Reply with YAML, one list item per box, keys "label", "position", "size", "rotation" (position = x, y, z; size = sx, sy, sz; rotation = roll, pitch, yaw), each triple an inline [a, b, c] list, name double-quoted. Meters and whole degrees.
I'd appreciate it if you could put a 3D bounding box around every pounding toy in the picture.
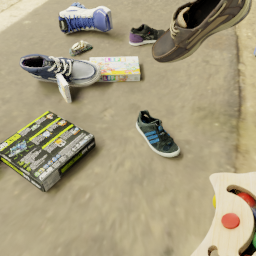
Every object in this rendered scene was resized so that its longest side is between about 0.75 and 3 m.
- label: "pounding toy"
  position: [2.149, 2.366, 5.052]
  size: [1.713, 1.719, 2.996]
  rotation: [-20, 29, 20]

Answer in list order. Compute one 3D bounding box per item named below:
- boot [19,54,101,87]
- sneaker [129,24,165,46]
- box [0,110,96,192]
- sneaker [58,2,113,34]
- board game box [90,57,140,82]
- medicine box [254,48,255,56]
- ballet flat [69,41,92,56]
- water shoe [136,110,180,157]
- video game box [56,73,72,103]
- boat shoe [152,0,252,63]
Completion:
- label: "boot"
  position: [-2.194, -1.910, 9.152]
  size: [2.485, 1.123, 0.904]
  rotation: [1, 85, 10]
- label: "sneaker"
  position: [0.875, -4.023, 11.812]
  size: [1.736, 0.760, 0.657]
  rotation: [-21, 47, -21]
- label: "box"
  position: [-2.118, 0.491, 7.269]
  size: [1.821, 0.448, 1.886]
  rotation: [24, 49, 26]
- label: "sneaker"
  position: [-2.097, -4.657, 12.362]
  size: [2.814, 1.137, 1.625]
  rotation: [26, 52, 34]
- label: "board game box"
  position: [-0.502, -2.140, 10.138]
  size: [1.799, 0.308, 1.209]
  rotation: [-2, 43, -2]
- label: "medicine box"
  position: [6.357, -4.332, 10.730]
  size: [1.513, 2.678, 2.940]
  rotation: [25, 49, 24]
- label: "ballet flat"
  position: [-1.896, -3.288, 11.303]
  size: [0.416, 0.416, 1.155]
  rotation: [30, 51, 28]
- label: "water shoe"
  position: [0.746, 0.130, 7.489]
  size: [0.582, 0.643, 1.629]
  rotation: [-27, 50, -26]
- label: "video game box"
  position: [-2.053, -1.277, 8.947]
  size: [0.179, 0.698, 0.767]
  rotation: [-24, 48, -17]
- label: "boat shoe"
  position: [1.464, -2.507, 6.653]
  size: [0.998, 2.723, 1.014]
  rotation: [11, 62, -40]
